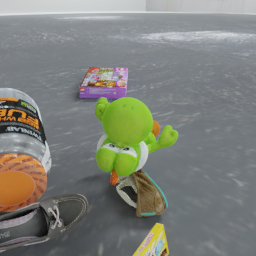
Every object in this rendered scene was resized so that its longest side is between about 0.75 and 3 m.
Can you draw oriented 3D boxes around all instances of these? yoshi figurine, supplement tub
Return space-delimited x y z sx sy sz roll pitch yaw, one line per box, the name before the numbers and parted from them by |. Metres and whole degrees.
yoshi figurine | 0.068 -0.001 4.621 1.316 1.312 2.342 -22 7 10
supplement tub | -2.123 0.311 4.974 1.329 1.329 2.169 -11 38 -20

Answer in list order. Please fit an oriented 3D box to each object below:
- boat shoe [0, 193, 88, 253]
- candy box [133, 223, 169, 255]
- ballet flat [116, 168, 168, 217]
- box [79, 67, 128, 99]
boat shoe | -1.438 1.440 4.080 1.827 0.611 0.521 -15 -4 -16
candy box | 0.221 1.784 3.627 0.139 0.540 1.056 -1 22 35
ballet flat | 0.073 0.971 5.290 0.677 0.635 1.873 -20 35 -9
box | -0.839 -1.753 10.600 1.616 0.462 2.361 2 28 0
